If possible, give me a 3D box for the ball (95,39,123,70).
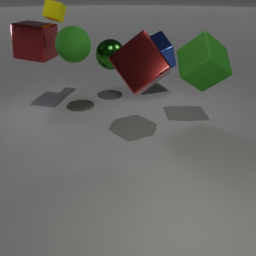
[{"bbox_3d":[-0.822,-3.451,13.147,1.400,1.400,1.400,0,27,0],"label":"ball"}]

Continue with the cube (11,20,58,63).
[{"bbox_3d":[-3.896,-3.678,11.837,1.400,1.400,1.400,10,27,7],"label":"cube"}]

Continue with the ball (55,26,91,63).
[{"bbox_3d":[-2.157,-3.292,11.046,1.400,1.400,1.400,0,27,0],"label":"ball"}]

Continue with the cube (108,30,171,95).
[{"bbox_3d":[0.428,-2.048,9.125,1.400,1.400,1.400,-36,-1,10],"label":"cube"}]

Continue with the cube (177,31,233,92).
[{"bbox_3d":[2.888,-2.502,10.695,1.400,1.400,1.400,22,53,-35],"label":"cube"}]

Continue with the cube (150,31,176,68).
[{"bbox_3d":[1.473,-3.759,14.273,1.400,1.400,1.400,-26,56,1],"label":"cube"}]

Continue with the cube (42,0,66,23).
[{"bbox_3d":[-3.136,-4.988,11.958,0.700,0.700,0.700,16,11,4],"label":"cube"}]
